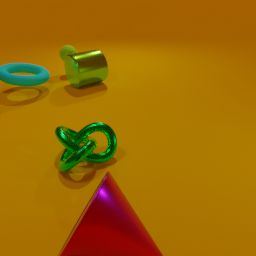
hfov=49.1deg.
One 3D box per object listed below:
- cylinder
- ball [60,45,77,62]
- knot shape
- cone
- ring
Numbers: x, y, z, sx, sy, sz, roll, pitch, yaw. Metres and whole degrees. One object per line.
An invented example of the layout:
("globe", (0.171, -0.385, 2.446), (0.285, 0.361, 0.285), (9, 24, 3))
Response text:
("cylinder", (-1.612, -2.296, 10.818), (1.262, 1.262, 1.262), (-21, 36, -31))
("ball", (-2.514, -3.116, 11.797), (0.718, 0.718, 0.718), (0, 30, 0))
("knot shape", (-0.969, 0.381, 6.668), (1.447, 0.715, 1.547), (-8, 36, -9))
("cone", (-0.033, 1.756, 4.362), (1.581, 1.575, 1.575), (31, 34, -1))
("ring", (-3.810, -1.970, 10.226), (1.845, 0.369, 1.845), (8, 27, -4))
